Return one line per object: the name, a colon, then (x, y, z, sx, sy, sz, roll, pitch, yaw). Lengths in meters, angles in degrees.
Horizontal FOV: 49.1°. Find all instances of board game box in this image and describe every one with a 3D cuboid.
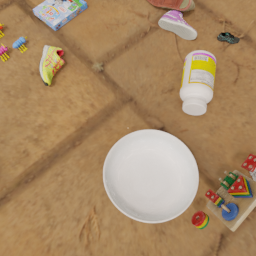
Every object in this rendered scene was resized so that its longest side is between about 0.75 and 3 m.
board game box: (-2.865, -5.069, 11.887, 1.381, 0.334, 1.826, 40, 72, 16)

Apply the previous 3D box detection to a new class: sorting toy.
sorting toy: (2.471, 1.519, 6.612, 0.422, 1.202, 2.493, 39, 92, -15)

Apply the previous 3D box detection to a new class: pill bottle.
pill bottle: (2.436, -1.562, 9.822, 1.127, 1.127, 2.161, 11, 66, 5)

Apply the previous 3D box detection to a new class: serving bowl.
serving bowl: (0.656, 1.479, 8.521, 2.795, 0.919, 2.795, 0, 65, -1)

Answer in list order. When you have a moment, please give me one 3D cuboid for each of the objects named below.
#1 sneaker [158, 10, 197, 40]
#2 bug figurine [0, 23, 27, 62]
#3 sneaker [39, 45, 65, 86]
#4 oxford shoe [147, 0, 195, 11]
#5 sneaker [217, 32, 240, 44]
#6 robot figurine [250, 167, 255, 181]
sneaker: (2.195, -4.287, 11.390, 1.691, 0.613, 0.964, 32, 66, 14)
bug figurine: (-4.983, -3.430, 11.046, 1.870, 0.481, 1.450, 31, 69, 13)
sneaker: (-2.801, -2.371, 10.442, 0.817, 0.707, 1.810, 1, 65, -2)
oxford shoe: (1.726, -5.456, 11.941, 2.416, 0.892, 0.855, 36, 114, 26)
sneaker: (4.050, -3.610, 11.205, 0.895, 0.355, 0.337, 8, 64, 2)
robot figurine: (4.297, 1.534, 8.553, 1.213, 0.808, 1.430, -1, 58, -45)
